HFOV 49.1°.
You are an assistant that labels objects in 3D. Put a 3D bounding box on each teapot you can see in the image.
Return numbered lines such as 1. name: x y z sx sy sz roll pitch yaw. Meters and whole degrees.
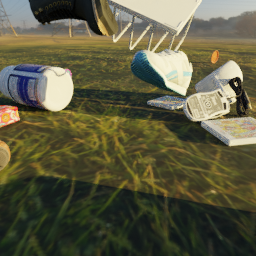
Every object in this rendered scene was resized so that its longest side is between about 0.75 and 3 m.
1. teapot: 3.782 -1.609 11.162 2.002 1.462 1.976 -33 -3 -22

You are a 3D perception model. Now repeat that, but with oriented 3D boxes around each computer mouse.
1. computer mouse: 2.985 -0.866 9.709 2.672 1.465 0.586 -14 -9 -18

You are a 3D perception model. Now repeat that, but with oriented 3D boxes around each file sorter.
1. file sorter: 0.530 -3.483 8.806 2.754 1.715 1.911 28 61 10

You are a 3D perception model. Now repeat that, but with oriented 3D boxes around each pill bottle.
1. pill bottle: -3.669 -1.653 10.916 2.818 1.631 1.631 14 24 32

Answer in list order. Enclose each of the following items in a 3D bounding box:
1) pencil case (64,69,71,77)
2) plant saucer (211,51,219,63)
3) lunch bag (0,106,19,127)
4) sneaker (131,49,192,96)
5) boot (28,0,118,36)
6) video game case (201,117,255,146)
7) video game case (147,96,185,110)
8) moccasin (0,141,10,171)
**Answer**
1. pencil case: -4.050 -2.671 14.476 2.209 1.021 0.940 8 42 16
2. plant saucer: 7.192 -5.925 23.282 1.018 1.018 0.164 -17 33 -38
3. lunch bag: -4.385 -0.374 9.158 1.160 0.539 1.316 8 21 34
4. sneaker: 0.908 -1.578 7.167 0.947 1.000 2.476 21 5 30
5. boot: -1.001 -1.933 4.723 1.380 0.773 1.995 -24 46 7
6. video game case: 3.379 0.056 8.387 1.797 0.206 1.635 -4 21 -12
7. video game case: 1.686 -1.046 11.423 1.242 0.156 1.364 18 27 40
8. moccasin: -3.914 0.680 5.756 2.805 1.026 1.083 -13 31 -9
